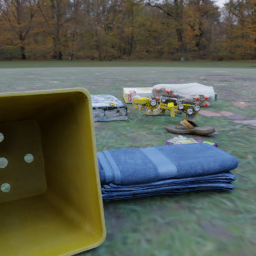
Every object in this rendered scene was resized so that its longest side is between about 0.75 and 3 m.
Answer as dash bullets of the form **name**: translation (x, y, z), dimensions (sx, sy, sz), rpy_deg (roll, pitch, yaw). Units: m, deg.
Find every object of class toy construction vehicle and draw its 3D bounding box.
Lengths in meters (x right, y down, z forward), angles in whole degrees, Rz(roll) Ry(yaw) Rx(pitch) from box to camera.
- **toy construction vehicle**: translation (1.317, -0.702, 10.367), dimensions (2.352, 0.828, 2.048), rpy_deg (7, 13, 3)

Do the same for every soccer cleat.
- **soccer cleat**: translation (2.581, -1.652, 13.231), dimensions (2.907, 1.007, 1.128), rpy_deg (9, 45, 15)

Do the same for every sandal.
- **sandal**: translation (1.911, -0.044, 8.626), dimensions (1.507, 0.411, 0.616), rpy_deg (3, 14, 31)

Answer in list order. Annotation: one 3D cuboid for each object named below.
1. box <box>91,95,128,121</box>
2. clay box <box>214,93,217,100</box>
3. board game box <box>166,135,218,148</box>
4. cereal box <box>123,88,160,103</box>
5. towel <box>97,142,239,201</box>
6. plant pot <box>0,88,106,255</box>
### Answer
- **box**: translation (-1.344, -0.865, 11.385), dimensions (2.014, 0.587, 2.941), rpy_deg (-4, 16, -15)
- **clay box**: translation (3.847, -1.760, 15.083), dimensions (0.925, 0.383, 1.610), rpy_deg (-10, 18, -33)
- **board game box**: translation (1.683, 0.439, 7.405), dimensions (1.160, 0.187, 0.696), rpy_deg (13, 15, 39)
- **cereal box**: translation (1.246, -1.761, 14.690), dimensions (2.914, 0.576, 2.096), rpy_deg (-1, 15, -5)
- **towel**: translation (0.616, 0.777, 5.282), dimensions (2.540, 0.616, 1.418), rpy_deg (-5, 15, -12)
- **plant pot**: translation (-1.645, 0.578, 3.795), dimensions (1.996, 1.996, 1.760), rpy_deg (-8, 6, -28)
